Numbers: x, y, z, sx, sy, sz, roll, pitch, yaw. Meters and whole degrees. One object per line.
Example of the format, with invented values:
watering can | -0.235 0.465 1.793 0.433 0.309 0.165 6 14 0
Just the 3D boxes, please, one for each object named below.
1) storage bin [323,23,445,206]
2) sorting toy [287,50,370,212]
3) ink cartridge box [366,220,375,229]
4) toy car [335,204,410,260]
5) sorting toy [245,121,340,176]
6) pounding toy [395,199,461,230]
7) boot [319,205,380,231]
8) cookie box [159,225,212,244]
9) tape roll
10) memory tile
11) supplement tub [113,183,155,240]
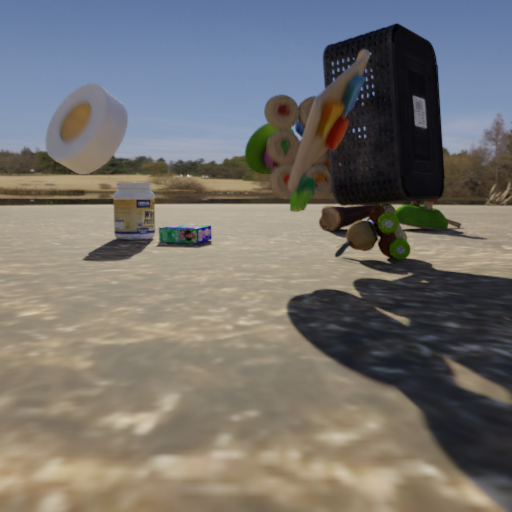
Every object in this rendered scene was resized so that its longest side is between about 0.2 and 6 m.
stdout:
storage bin | 2.403 -2.450 10.326 1.384 2.952 1.996 -1 3 39
sorting toy | 0.960 -1.577 7.800 0.322 2.187 1.617 30 54 11
ink cartridge box | 3.857 -1.023 18.212 1.181 0.277 1.167 0 9 12
toy car | 2.036 -0.276 10.151 1.281 1.011 1.052 -23 9 16
sorting toy | 0.917 -1.910 10.846 2.158 1.297 0.886 3 35 -36
pounding toy | 5.411 -1.539 17.923 1.806 1.086 2.340 18 17 40
boot | 2.931 -1.334 17.087 1.824 0.793 2.193 -17 0 -3
cookie box | -1.690 -0.530 13.404 1.009 0.379 0.863 1 8 17
tape roll | -2.684 -2.005 8.841 1.370 1.370 0.479 5 -17 36
memory tile | 1.391 -1.965 10.182 2.484 1.904 0.209 -3 0 -15
supplement tub | -3.079 -1.141 14.156 1.024 1.418 1.024 0 7 0
